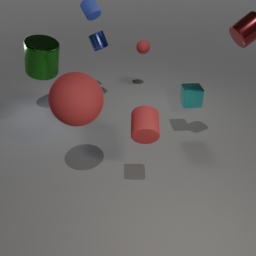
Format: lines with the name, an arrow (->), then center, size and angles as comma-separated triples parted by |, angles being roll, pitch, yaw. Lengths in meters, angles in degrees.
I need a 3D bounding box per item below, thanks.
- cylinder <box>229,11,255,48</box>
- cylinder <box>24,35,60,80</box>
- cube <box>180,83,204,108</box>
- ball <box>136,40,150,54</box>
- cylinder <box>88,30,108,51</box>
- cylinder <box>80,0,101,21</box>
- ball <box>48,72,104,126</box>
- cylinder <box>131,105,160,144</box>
cylinder -> 3.276, -2.688, 7.675 | 0.700, 0.700, 0.700 | -37, 31, 8
cylinder -> -3.629, -2.973, 11.817 | 1.400, 1.400, 1.400 | 9, 43, -8
cube -> 2.350, -1.200, 10.359 | 0.700, 0.700, 0.700 | -2, 31, -2
ball -> 0.773, -4.121, 14.273 | 0.700, 0.700, 0.700 | 0, 30, 0
cylinder -> -1.313, -3.877, 12.466 | 0.700, 0.700, 0.700 | -20, 21, 8
cylinder -> -1.624, -5.192, 12.226 | 0.700, 0.700, 0.700 | -29, -2, -1
ball -> -1.326, -0.739, 7.221 | 1.400, 1.400, 1.400 | 0, 30, 0
cylinder -> 0.422, -0.075, 6.875 | 0.700, 0.700, 0.700 | 1, 55, 1
